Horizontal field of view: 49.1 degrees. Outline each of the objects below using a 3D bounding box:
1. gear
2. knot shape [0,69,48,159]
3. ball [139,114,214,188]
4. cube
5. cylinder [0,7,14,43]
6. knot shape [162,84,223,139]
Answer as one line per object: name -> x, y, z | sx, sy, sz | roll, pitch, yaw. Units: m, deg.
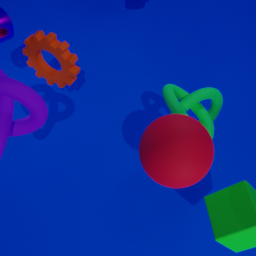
gear -> -1.891, -1.660, 6.912 | 1.446, 1.446, 0.268 | 23, 53, 9
knot shape -> -2.300, -0.140, 4.707 | 1.821, 0.841, 1.704 | 18, 108, 14
ball -> 0.828, 0.394, 4.873 | 1.279, 1.279, 1.279 | 0, 68, 0
cube -> 2.147, 1.703, 5.350 | 0.894, 0.894, 0.894 | -32, 40, 26
cylinder -> -3.326, -2.392, 6.680 | 0.826, 0.826, 0.826 | 35, 50, 13
knot shape -> 1.329, -0.393, 6.245 | 1.503, 0.742, 1.606 | 43, 70, -10
